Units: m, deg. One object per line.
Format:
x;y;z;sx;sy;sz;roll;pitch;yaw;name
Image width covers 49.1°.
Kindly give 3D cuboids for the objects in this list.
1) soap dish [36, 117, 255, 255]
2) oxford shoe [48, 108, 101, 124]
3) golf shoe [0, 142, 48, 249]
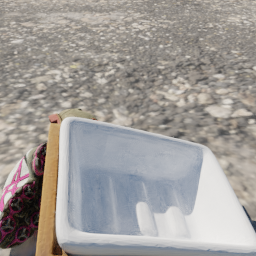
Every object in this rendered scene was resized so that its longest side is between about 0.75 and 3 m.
0.182;1.036;3.903;2.757;1.120;2.169;12;36;-20;soap dish
-0.929;0.059;5.794;0.917;0.864;2.453;-30;34;-16;oxford shoe
-1.823;1.173;4.932;0.925;0.729;2.009;-23;33;28;golf shoe
